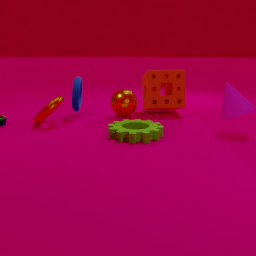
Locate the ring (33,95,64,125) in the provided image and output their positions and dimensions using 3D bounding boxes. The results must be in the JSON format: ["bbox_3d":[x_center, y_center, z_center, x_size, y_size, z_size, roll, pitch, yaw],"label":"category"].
[{"bbox_3d":[-2.626,-0.594,9.266,1.303,0.261,1.303,-42,10,9],"label":"ring"}]

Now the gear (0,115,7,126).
[{"bbox_3d":[-4.649,-0.315,9.050,1.309,0.242,1.309,11,7,-1],"label":"gear"}]

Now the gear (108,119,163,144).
[{"bbox_3d":[0.216,0.071,8.159,1.568,0.290,1.568,0,16,0],"label":"gear"}]

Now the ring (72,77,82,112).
[{"bbox_3d":[-1.887,-1.256,10.408,0.259,1.297,1.297,5,15,-5],"label":"ring"}]

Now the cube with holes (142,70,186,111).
[{"bbox_3d":[1.338,-1.417,10.834,1.377,1.377,1.377,-2,0,-6],"label":"cube with holes"}]

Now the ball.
[{"bbox_3d":[-0.155,-0.933,10.352,1.011,1.011,1.011,0,16,0],"label":"ball"}]

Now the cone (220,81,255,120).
[{"bbox_3d":[3.023,-0.893,8.157,1.017,1.021,1.017,-22,6,2],"label":"cone"}]
